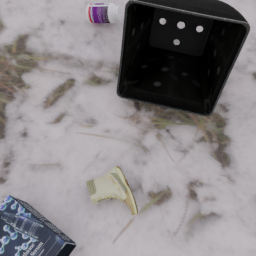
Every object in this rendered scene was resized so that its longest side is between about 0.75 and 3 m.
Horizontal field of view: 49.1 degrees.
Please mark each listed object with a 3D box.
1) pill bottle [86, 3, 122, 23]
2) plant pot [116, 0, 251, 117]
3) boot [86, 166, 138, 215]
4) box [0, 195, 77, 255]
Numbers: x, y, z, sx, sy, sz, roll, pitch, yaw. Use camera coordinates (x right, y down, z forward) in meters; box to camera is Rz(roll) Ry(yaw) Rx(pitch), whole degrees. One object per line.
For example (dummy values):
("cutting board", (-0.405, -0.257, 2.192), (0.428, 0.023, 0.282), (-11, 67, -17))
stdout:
("pill bottle", (-0.824, -3.943, 9.631), (1.149, 0.646, 0.646), (7, 71, 17))
("plant pot", (1.458, -2.445, 8.064), (2.870, 2.863, 2.546), (14, 46, 5))
("boot", (-0.447, 1.919, 7.804), (1.127, 0.525, 1.457), (-25, 69, -8))
("box", (-2.596, 2.917, 7.001), (2.008, 1.075, 1.490), (31, 71, 18))
